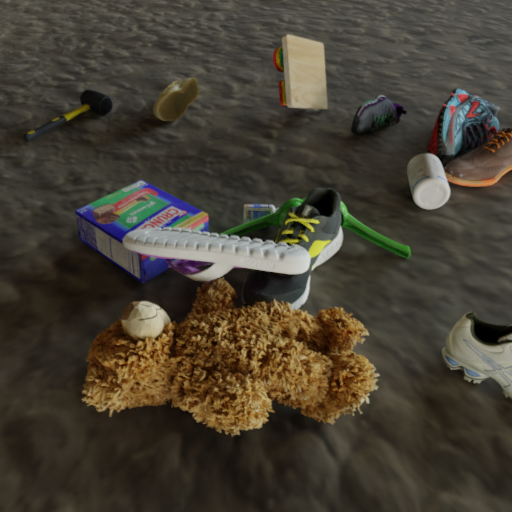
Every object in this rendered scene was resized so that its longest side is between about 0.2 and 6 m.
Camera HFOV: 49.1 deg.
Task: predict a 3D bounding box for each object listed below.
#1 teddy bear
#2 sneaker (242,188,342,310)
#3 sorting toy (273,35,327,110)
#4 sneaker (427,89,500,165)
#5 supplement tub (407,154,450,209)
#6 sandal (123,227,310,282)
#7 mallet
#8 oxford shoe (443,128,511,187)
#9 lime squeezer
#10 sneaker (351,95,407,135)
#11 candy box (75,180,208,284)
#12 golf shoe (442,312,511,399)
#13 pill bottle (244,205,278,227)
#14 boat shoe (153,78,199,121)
[{"bbox_3d":[-0.314,1.213,7.393,3.838,1.281,2.783,10,38,12],"label":"teddy bear"},{"bbox_3d":[0.591,-0.177,9.167,1.048,1.191,2.816,17,42,21],"label":"sneaker"},{"bbox_3d":[1.066,-4.508,14.003,0.578,1.651,1.661,2,10,38],"label":"sorting toy"},{"bbox_3d":[4.814,-2.926,12.637,1.400,1.163,2.931,21,45,18],"label":"sneaker"},{"bbox_3d":[3.427,-1.494,11.195,0.712,0.712,1.080,4,39,5],"label":"supplement tub"},{"bbox_3d":[-0.683,0.089,8.409,2.935,0.721,1.194,8,13,15],"label":"sandal"},{"bbox_3d":[-4.779,-3.494,13.949,0.809,0.506,2.457,31,52,32],"label":"mallet"},{"bbox_3d":[5.009,-2.210,11.858,2.702,0.985,0.963,-21,43,-24],"label":"oxford shoe"},{"bbox_3d":[0.936,-0.519,10.164,3.503,0.661,1.237,3,65,-3],"label":"lime squeezer"},{"bbox_3d":[3.012,-3.393,13.605,0.828,0.704,1.893,26,45,22],"label":"sneaker"},{"bbox_3d":[-2.016,-0.499,9.951,1.834,0.707,1.551,29,46,30],"label":"candy box"},{"bbox_3d":[3.507,1.407,7.402,1.961,0.954,0.768,21,41,21],"label":"golf shoe"},{"bbox_3d":[0.136,-0.754,10.513,0.736,0.412,0.412,1,39,0],"label":"pill bottle"},{"bbox_3d":[-2.152,-3.998,14.421,0.640,0.714,1.928,4,35,25],"label":"boat shoe"}]
